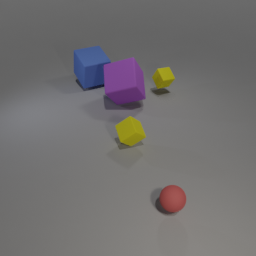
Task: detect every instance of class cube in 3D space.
[{"bbox_3d":[-1.835,-3.080,14.120,1.400,1.400,1.400,-18,55,-24],"label":"cube"},{"bbox_3d":[-0.132,-1.993,12.206,1.400,1.400,1.400,-10,71,18],"label":"cube"},{"bbox_3d":[0.092,0.123,9.879,0.700,0.700,0.700,-33,58,22],"label":"cube"},{"bbox_3d":[1.693,-2.402,13.423,0.700,0.700,0.700,-14,70,-26],"label":"cube"}]

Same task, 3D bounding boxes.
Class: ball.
[{"bbox_3d":[1.175,1.849,7.344,0.700,0.700,0.700,0,33,0],"label":"ball"}]
